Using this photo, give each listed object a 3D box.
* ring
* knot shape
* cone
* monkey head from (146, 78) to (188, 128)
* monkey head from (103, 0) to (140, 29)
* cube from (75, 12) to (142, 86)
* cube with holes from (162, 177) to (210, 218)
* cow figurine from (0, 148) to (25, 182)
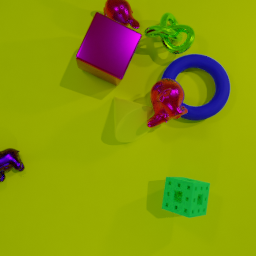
[{"bbox_3d":[1.853,-1.144,7.757,1.910,0.382,1.910,-1,79,3],"label":"ring"},{"bbox_3d":[1.234,-2.575,7.708,1.365,0.631,1.277,-30,62,-34],"label":"knot shape"},{"bbox_3d":[-0.083,-0.473,7.554,1.235,1.235,1.240,-32,56,-6],"label":"cone"},{"bbox_3d":[0.834,-0.631,6.918,1.210,1.682,1.014,-29,101,7],"label":"monkey head"},{"bbox_3d":[-0.170,-3.335,7.950,1.024,0.858,1.423,-44,98,-25],"label":"monkey head"},{"bbox_3d":[-0.528,-1.990,7.341,1.254,1.254,1.254,24,88,-7],"label":"cube"},{"bbox_3d":[1.401,1.639,6.761,0.775,0.775,0.775,6,86,44],"label":"cube with holes"},{"bbox_3d":[-3.472,0.792,7.311,1.249,0.686,1.229,-29,80,-13],"label":"cow figurine"}]
